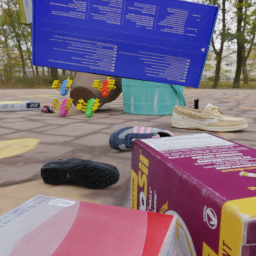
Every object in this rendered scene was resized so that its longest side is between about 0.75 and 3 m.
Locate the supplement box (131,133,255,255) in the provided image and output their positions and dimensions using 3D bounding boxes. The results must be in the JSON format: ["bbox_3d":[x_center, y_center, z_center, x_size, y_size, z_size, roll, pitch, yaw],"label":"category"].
[{"bbox_3d":[0.493,0.556,1.595,0.671,0.851,1.300,-3,9,-14],"label":"supplement box"}]

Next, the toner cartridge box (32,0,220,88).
[{"bbox_3d":[-0.066,-1.172,3.518,2.135,1.014,0.461,8,26,-5],"label":"toner cartridge box"}]

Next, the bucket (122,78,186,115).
[{"bbox_3d":[1.015,-1.553,11.271,2.827,1.839,2.827,0,10,0],"label":"bucket"}]

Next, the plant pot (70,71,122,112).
[{"bbox_3d":[-1.434,-1.647,11.503,2.229,2.229,1.944,3,39,18],"label":"plant pot"}]

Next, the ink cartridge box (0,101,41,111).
[{"bbox_3d":[-5.014,-0.998,12.377,1.725,0.410,1.746,-8,14,-38],"label":"ink cartridge box"}]

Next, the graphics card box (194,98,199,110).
[{"bbox_3d":[3.075,-1.082,12.558,0.193,0.476,0.758,1,10,15],"label":"graphics card box"}]

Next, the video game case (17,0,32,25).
[{"bbox_3d":[-1.268,-2.195,4.351,0.140,0.995,1.101,15,32,32],"label":"video game case"}]

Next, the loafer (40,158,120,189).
[{"bbox_3d":[-0.566,0.512,3.390,1.006,0.342,0.353,-1,18,17],"label":"loafer"}]

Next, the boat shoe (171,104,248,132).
[{"bbox_3d":[2.061,-0.295,7.234,1.934,0.669,0.713,4,10,22],"label":"boat shoe"}]

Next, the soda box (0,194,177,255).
[{"bbox_3d":[-0.455,0.821,0.289,0.686,0.757,2.162,3,10,18],"label":"soda box"}]

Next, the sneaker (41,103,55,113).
[{"bbox_3d":[-3.245,-0.742,11.205,0.448,0.371,0.938,-26,18,-21],"label":"sneaker"}]

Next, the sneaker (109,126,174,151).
[{"bbox_3d":[0.287,0.187,5.053,1.261,0.442,0.517,-7,9,-31],"label":"sneaker"}]

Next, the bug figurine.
[{"bbox_3d":[-1.683,-1.164,10.216,2.444,0.629,1.895,4,53,17],"label":"bug figurine"}]
